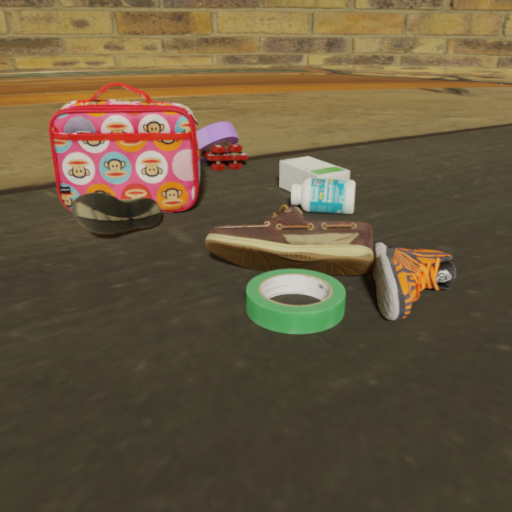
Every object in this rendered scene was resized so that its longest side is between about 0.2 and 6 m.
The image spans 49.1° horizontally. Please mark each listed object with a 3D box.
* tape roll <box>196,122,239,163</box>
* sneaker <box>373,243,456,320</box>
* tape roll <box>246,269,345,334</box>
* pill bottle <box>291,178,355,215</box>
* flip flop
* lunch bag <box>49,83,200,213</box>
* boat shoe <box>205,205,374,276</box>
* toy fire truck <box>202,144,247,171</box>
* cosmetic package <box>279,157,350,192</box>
[{"bbox_3d":[-1.169,-2.967,14.693,1.380,0.453,1.380,-24,-5,-2],"label":"tape roll"},{"bbox_3d":[2.181,0.270,7.564,1.081,0.748,1.929,2,23,8],"label":"sneaker"},{"bbox_3d":[0.516,0.572,7.402,1.308,0.314,1.308,0,22,0],"label":"tape roll"},{"bbox_3d":[1.326,-1.188,11.108,1.230,0.681,0.681,3,23,9],"label":"pill bottle"},{"bbox_3d":[-2.473,-0.751,9.892,0.510,0.718,1.770,-2,5,39],"label":"flip flop"},{"bbox_3d":[-2.500,-2.093,10.938,2.800,2.467,1.147,-2,23,-5],"label":"lunch bag"},{"bbox_3d":[0.507,-0.293,8.284,2.462,0.888,0.886,4,68,6],"label":"boat shoe"},{"bbox_3d":[-0.816,-2.642,14.635,1.082,0.607,0.908,-5,25,-15],"label":"toy fire truck"},{"bbox_3d":[1.242,-1.667,12.261,0.852,0.672,1.584,-14,27,-26],"label":"cosmetic package"}]
